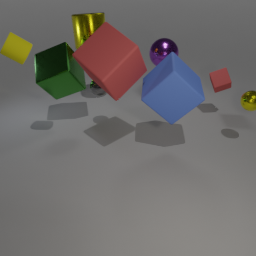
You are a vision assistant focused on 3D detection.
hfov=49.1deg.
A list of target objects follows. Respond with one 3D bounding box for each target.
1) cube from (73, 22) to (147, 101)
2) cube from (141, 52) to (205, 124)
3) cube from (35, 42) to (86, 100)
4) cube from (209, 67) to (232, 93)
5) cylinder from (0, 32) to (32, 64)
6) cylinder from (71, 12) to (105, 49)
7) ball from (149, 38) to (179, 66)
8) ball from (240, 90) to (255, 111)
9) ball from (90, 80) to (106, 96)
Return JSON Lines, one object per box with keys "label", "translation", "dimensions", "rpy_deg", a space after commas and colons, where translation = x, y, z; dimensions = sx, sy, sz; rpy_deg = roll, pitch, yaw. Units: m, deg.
{"label": "cube", "translation": [-0.495, -1.944, 8.362], "dimensions": [1.400, 1.400, 1.400], "rpy_deg": [-46, 67, -2]}
{"label": "cube", "translation": [1.419, -1.273, 9.023], "dimensions": [1.400, 1.400, 1.400], "rpy_deg": [37, 33, -22]}
{"label": "cube", "translation": [-2.622, -2.184, 10.913], "dimensions": [1.400, 1.400, 1.400], "rpy_deg": [-17, 64, 13]}
{"label": "cube", "translation": [3.852, -1.982, 11.674], "dimensions": [0.700, 0.700, 0.700], "rpy_deg": [-18, -16, 15]}
{"label": "cylinder", "translation": [-3.341, -2.374, 8.382], "dimensions": [0.700, 0.700, 0.700], "rpy_deg": [27, 18, -28]}
{"label": "cylinder", "translation": [-1.632, -4.146, 11.978], "dimensions": [1.400, 1.400, 1.400], "rpy_deg": [-3, 24, 1]}
{"label": "ball", "translation": [1.721, -3.584, 13.428], "dimensions": [1.400, 1.400, 1.400], "rpy_deg": [0, 29, 0]}
{"label": "ball", "translation": [4.164, -0.916, 9.450], "dimensions": [0.700, 0.700, 0.700], "rpy_deg": [0, 29, 0]}
{"label": "ball", "translation": [-1.062, -1.543, 10.425], "dimensions": [0.700, 0.700, 0.700], "rpy_deg": [0, 29, 0]}
